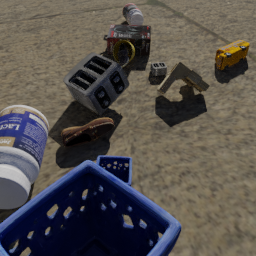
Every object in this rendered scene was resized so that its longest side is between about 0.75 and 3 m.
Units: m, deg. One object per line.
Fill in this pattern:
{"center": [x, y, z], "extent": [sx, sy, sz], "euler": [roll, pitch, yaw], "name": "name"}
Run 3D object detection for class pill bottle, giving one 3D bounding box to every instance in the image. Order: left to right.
{"center": [-3.328, 0.768, 8.164], "extent": [1.663, 1.663, 2.874], "euler": [-3, 40, -3], "name": "pill bottle"}
{"center": [0.343, -7.198, 17.962], "extent": [1.066, 1.066, 1.841], "euler": [-10, 42, -11], "name": "pill bottle"}

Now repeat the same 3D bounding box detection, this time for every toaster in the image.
{"center": [-1.314, -1.844, 11.287], "extent": [2.113, 1.254, 1.911], "euler": [32, 71, 32], "name": "toaster"}
{"center": [1.464, -2.802, 13.365], "extent": [0.682, 0.448, 0.755], "euler": [-8, 42, -8], "name": "toaster"}

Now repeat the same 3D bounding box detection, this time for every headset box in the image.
{"center": [-0.044, -4.847, 15.314], "extent": [2.550, 0.985, 1.898], "euler": [4, 41, 2], "name": "headset box"}

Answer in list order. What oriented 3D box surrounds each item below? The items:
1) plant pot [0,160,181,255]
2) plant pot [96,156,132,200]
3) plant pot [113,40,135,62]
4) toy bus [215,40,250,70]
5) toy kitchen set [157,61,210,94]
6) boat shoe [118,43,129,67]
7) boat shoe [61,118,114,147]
{"center": [-0.771, 2.651, 5.639], "extent": [2.591, 2.329, 2.591], "euler": [30, 48, 30], "name": "plant pot"}
{"center": [-0.401, 1.485, 8.048], "extent": [1.041, 0.936, 1.041], "euler": [2, 41, 3], "name": "plant pot"}
{"center": [-0.084, -3.866, 14.244], "extent": [1.127, 1.127, 0.800], "euler": [21, 20, 23], "name": "plant pot"}
{"center": [5.234, -3.741, 14.205], "extent": [2.320, 0.755, 0.908], "euler": [-28, 48, -28], "name": "toy bus"}
{"center": [2.310, -1.767, 12.191], "extent": [1.634, 1.474, 1.333], "euler": [37, 2, -6], "name": "toy kitchen set"}
{"center": [-0.275, -3.590, 13.782], "extent": [0.557, 0.502, 1.550], "euler": [-20, 44, 27], "name": "boat shoe"}
{"center": [-1.347, 0.210, 9.746], "extent": [1.913, 0.673, 0.673], "euler": [-19, 39, -9], "name": "boat shoe"}
